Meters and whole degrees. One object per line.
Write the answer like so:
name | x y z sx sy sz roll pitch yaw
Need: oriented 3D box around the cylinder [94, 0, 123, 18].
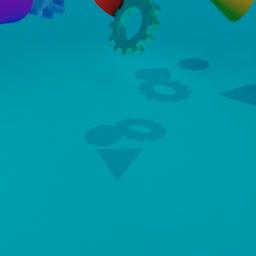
cylinder | -0.424 -4.132 8.667 0.979 0.979 0.979 32 30 -22

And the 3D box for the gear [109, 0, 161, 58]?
gear | 0.161 -2.961 8.085 0.329 1.778 1.778 6 24 -45

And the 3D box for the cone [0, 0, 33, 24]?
cone | -1.981 -1.725 3.989 1.069 1.069 1.073 -3 49 -4

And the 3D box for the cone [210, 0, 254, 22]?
cone | 2.100 -3.628 6.845 1.653 1.647 1.647 10 35 -8

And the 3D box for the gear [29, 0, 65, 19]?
gear | -1.495 -2.694 5.006 1.351 1.351 0.250 23 22 29
